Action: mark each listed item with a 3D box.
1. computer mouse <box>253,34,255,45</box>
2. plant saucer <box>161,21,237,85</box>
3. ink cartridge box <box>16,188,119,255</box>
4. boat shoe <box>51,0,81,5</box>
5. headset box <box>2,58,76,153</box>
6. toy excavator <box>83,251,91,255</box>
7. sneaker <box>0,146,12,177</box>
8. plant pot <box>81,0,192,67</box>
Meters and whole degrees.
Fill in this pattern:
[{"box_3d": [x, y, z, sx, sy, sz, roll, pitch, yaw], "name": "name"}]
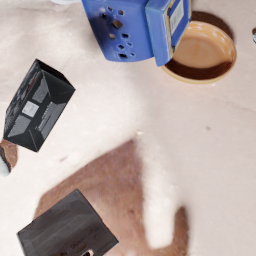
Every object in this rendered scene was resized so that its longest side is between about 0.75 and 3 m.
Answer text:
[{"box_3d": [4.970, -3.123, 10.495, 0.531, 0.212, 0.969, -15, 68, -2], "name": "computer mouse"}, {"box_3d": [2.380, -2.656, 10.047, 2.879, 0.539, 2.879, 0, 61, 0], "name": "plant saucer"}, {"box_3d": [-1.431, 2.666, 6.523, 1.905, 0.669, 2.344, -35, 38, -18], "name": "ink cartridge box"}, {"box_3d": [-2.076, -5.732, 11.551, 2.454, 0.802, 0.903, -7, 62, -4], "name": "boat shoe"}, {"box_3d": [-2.043, -0.622, 6.259, 0.806, 2.086, 1.553, 29, 96, -27], "name": "headset box"}, {"box_3d": [-0.338, 3.749, 6.179, 2.543, 2.615, 1.306, -44, 26, 6], "name": "toy excavator"}, {"box_3d": [-3.749, 0.931, 8.165, 0.416, 0.438, 1.089, -28, 67, -16], "name": "sneaker"}, {"box_3d": [0.538, -3.804, 9.117, 2.510, 2.792, 2.792, 20, 67, 23], "name": "plant pot"}]
